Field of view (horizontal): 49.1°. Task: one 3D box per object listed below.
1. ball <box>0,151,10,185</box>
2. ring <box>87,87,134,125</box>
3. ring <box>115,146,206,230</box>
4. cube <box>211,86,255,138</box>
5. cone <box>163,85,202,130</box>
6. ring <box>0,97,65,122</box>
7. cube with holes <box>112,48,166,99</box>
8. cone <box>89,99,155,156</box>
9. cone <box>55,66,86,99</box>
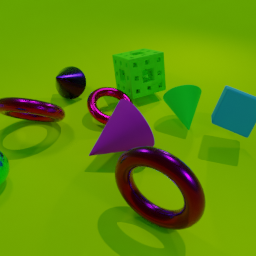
[{"bbox_3d":[-3.417,0.974,6.702,1.074,1.074,1.074,0,37,0],"label":"ball"},{"bbox_3d":[-0.557,-0.728,9.172,1.586,0.317,1.586,10,51,-12],"label":"ring"},{"bbox_3d":[0.579,1.230,5.615,1.981,1.981,0.396,21,41,25],"label":"ring"},{"bbox_3d":[2.987,-0.485,7.729,1.017,1.017,1.017,24,18,9],"label":"cube"},{"bbox_3d":[1.758,-0.486,8.574,1.213,1.213,1.218,-4,67,-5],"label":"cone"},{"bbox_3d":[-2.858,-0.508,8.266,1.988,1.988,0.398,5,82,1],"label":"ring"},{"bbox_3d":[0.398,-2.014,10.126,1.355,1.355,1.355,-18,27,-21],"label":"cube with holes"},{"bbox_3d":[-0.387,0.294,7.453,1.569,1.563,1.563,-34,47,-16],"label":"cone"},{"bbox_3d":[-2.213,-1.644,9.648,1.203,1.203,1.207,9,3,11],"label":"cone"}]
